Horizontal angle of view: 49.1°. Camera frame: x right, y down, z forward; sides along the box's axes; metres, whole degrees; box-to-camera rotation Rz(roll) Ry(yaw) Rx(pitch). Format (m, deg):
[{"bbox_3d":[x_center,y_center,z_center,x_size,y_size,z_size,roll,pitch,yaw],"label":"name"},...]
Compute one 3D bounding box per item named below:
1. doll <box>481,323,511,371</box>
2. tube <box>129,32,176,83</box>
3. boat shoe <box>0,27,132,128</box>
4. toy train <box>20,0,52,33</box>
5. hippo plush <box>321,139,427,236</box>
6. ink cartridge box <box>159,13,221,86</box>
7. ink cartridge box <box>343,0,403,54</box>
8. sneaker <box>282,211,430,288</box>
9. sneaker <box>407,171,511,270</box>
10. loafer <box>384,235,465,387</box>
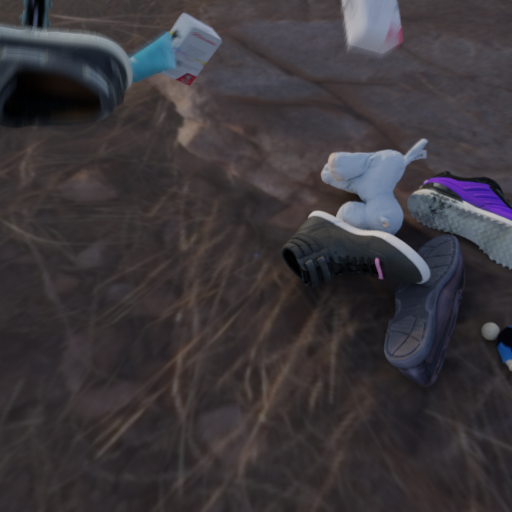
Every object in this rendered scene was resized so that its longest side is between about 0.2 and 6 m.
[{"bbox_3d":[4.070,1.445,8.505,1.347,0.326,0.919,34,58,23],"label":"doll"},{"bbox_3d":[-1.755,-3.182,9.176,0.356,0.546,1.411,-22,15,-38],"label":"tube"},{"bbox_3d":[-2.551,-1.710,5.550,2.505,0.900,0.847,2,52,4],"label":"boat shoe"},{"bbox_3d":[-3.089,-3.275,7.880,0.403,0.946,0.539,5,12,-17],"label":"toy train"},{"bbox_3d":[2.132,-1.018,10.020,1.894,1.509,1.523,-5,82,16],"label":"hippo plush"},{"bbox_3d":[-1.165,-3.454,9.424,0.712,0.977,0.405,7,44,-51],"label":"ink cartridge box"},{"bbox_3d":[1.978,-4.201,9.626,0.864,0.503,1.187,0,80,-34],"label":"ink cartridge box"},{"bbox_3d":[1.465,0.156,9.027,2.495,0.882,1.238,26,58,40],"label":"sneaker"},{"bbox_3d":[4.138,-0.790,9.867,2.621,0.911,1.304,32,58,23],"label":"sneaker"},{"bbox_3d":[2.729,0.821,8.819,0.960,0.841,2.671,-13,35,44],"label":"loafer"}]
